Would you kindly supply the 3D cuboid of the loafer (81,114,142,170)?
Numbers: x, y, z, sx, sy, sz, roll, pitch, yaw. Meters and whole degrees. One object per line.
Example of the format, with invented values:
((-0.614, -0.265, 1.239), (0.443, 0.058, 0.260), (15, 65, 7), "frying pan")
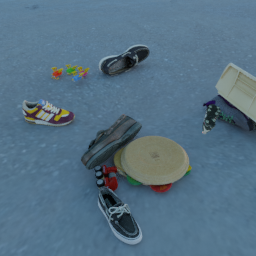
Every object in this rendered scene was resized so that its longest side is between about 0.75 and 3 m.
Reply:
((-0.628, 0.359, 8.976), (0.876, 1.001, 2.786), (42, 40, 12), "loafer")

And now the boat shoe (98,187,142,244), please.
((-0.234, 2.127, 7.052), (0.626, 0.579, 1.696), (-18, 40, -23), "boat shoe")

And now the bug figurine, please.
((-2.732, -2.640, 13.580), (1.855, 0.477, 1.439), (17, 33, 27), "bug figurine")

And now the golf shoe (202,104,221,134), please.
((2.682, -0.326, 9.208), (0.464, 0.529, 1.201), (29, 50, 9), "golf shoe")

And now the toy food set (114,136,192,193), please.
((0.796, 1.022, 8.589), (2.167, 0.527, 2.145), (-21, 41, -25), "toy food set")

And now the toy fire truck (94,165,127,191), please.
((-0.409, 1.451, 8.068), (0.966, 0.622, 0.851), (-15, 37, -3), "toy fire truck")

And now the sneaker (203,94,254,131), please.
((3.743, -0.452, 10.583), (0.989, 0.841, 2.261), (-27, 37, 2), "sneaker")

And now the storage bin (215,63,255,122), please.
((5.021, -1.181, 10.274), (2.585, 1.212, 2.567), (6, 31, -29), "storage bin")

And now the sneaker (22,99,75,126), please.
((-2.995, -0.620, 10.500), (1.955, 0.881, 0.733), (1, 37, 1), "sneaker")

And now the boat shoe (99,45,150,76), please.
((-0.029, -3.390, 14.104), (2.873, 1.061, 0.867), (-21, 41, -21), "boat shoe")
